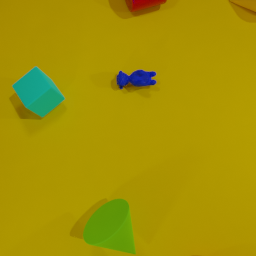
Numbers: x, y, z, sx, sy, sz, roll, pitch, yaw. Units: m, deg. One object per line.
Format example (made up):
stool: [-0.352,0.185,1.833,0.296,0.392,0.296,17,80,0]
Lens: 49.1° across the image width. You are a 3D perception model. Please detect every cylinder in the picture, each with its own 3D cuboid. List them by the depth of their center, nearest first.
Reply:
cylinder: [0.517,-4.423,8.885,1.180,1.180,1.180,-18,73,-6]

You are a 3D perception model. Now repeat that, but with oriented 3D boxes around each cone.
cone: [-0.159,2.545,6.501,1.256,1.256,1.261,-40,110,-12]
cone: [3.923,-4.247,9.132,1.271,1.266,1.266,7,70,31]

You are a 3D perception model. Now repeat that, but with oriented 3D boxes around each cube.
cube: [-2.423,-0.969,7.650,0.850,0.850,0.850,-39,69,1]

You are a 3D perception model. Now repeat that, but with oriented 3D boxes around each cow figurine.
cow figurine: [0.200,-1.440,8.249,1.029,1.013,0.565,-6,96,-39]
